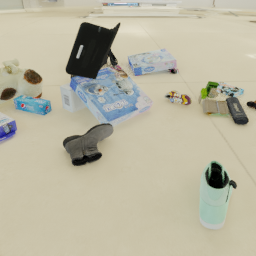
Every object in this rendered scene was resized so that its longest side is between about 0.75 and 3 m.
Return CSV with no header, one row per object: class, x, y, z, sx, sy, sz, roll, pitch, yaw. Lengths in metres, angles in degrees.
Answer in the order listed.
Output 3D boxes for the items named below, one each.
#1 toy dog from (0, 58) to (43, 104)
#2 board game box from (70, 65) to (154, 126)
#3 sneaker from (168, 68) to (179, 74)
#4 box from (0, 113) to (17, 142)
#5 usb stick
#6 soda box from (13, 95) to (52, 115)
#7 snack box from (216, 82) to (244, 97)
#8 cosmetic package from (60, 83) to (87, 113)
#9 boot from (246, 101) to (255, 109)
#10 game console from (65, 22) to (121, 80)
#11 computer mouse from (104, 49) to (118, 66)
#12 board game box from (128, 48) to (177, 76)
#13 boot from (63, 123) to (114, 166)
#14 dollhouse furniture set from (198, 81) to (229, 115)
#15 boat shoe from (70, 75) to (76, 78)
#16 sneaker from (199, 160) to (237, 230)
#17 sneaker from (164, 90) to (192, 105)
toy dog,-5.455,-2.132,13.192,2.799,1.953,2.714,-6,43,-12
board game box,-0.682,-1.469,12.215,2.662,0.577,2.649,-26,67,-37
sneaker,2.675,-3.569,17.119,0.407,0.379,0.943,-18,33,-26
box,-5.716,-0.119,11.009,2.781,0.577,1.656,18,35,32
usb stick,4.784,-0.801,12.362,0.621,0.365,2.239,4,31,6
soda box,-4.299,-1.044,12.622,1.638,0.525,0.555,13,33,19
snack box,5.148,-2.013,14.539,0.839,0.268,1.444,-21,36,-32
cosmetic package,-2.009,-1.685,13.112,0.792,1.128,2.224,25,38,36
boot,6.166,-1.045,12.953,1.032,0.353,0.971,-12,24,-34
game console,-1.172,-2.739,9.528,1.664,1.892,1.101,6,42,-29
computer mouse,-2.164,-4.620,17.783,2.873,0.757,1.989,-21,79,-21
board game box,1.453,-4.206,17.663,2.602,0.567,2.615,-13,31,-2
boot,-1.172,0.623,9.758,1.985,0.693,1.307,-25,40,-19
dollhouse furniture set,3.894,-1.171,13.048,1.085,0.838,2.171,7,49,-2
boat shoe,-2.473,-2.595,15.159,0.810,0.694,2.214,-19,37,-32
sneaker,2.467,1.324,7.613,0.918,1.471,2.494,7,30,15
sneaker,2.357,-1.358,13.246,0.647,0.538,1.436,-26,32,-25
